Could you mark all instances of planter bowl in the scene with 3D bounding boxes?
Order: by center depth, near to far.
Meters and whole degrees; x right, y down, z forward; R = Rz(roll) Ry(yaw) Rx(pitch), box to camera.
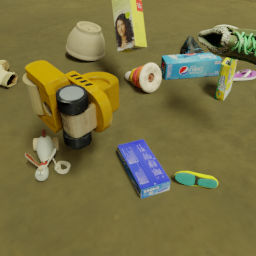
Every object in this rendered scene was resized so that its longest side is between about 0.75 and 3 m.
[{"bbox_3d":[-2.056,-4.485,14.083,2.016,1.357,2.016,10,39,-8],"label":"planter bowl"}]

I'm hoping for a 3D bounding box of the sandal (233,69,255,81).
[{"bbox_3d":[5.174,-2.428,12.594,1.674,0.411,0.681,-12,40,-14],"label":"sandal"}]

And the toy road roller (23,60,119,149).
[{"bbox_3d":[-1.313,-0.785,7.134,1.782,1.500,2.441,-33,52,-32],"label":"toy road roller"}]

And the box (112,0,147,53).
[{"bbox_3d":[-0.004,-4.282,10.374,1.034,2.747,0.688,-4,4,45],"label":"box"}]

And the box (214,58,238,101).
[{"bbox_3d":[3.896,-2.074,11.060,0.428,1.770,1.039,22,43,24],"label":"box"}]

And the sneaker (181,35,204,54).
[{"bbox_3d":[3.326,-3.977,14.398,0.968,0.865,2.363,21,40,-9],"label":"sneaker"}]

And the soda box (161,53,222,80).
[{"bbox_3d":[2.848,-2.848,12.791,2.576,0.827,0.874,-5,39,-8],"label":"soda box"}]

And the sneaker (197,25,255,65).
[{"bbox_3d":[3.102,-2.265,7.651,1.291,1.120,2.913,-9,22,-38],"label":"sneaker"}]

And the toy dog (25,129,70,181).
[{"bbox_3d":[-2.489,0.688,8.357,1.121,0.818,1.699,-19,42,-22],"label":"toy dog"}]

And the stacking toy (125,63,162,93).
[{"bbox_3d":[0.499,-2.205,12.008,1.222,1.222,1.673,-29,30,-31],"label":"stacking toy"}]

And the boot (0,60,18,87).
[{"bbox_3d":[-5.418,-2.403,12.399,1.313,0.615,1.689,9,41,12],"label":"boot"}]

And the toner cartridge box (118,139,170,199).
[{"bbox_3d":[0.410,1.123,8.145,0.886,0.403,1.866,-14,40,-15],"label":"toner cartridge box"}]

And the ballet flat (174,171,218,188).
[{"bbox_3d":[1.904,1.422,7.858,1.204,0.402,0.403,10,18,8],"label":"ballet flat"}]
